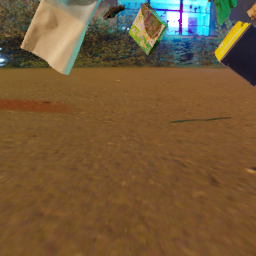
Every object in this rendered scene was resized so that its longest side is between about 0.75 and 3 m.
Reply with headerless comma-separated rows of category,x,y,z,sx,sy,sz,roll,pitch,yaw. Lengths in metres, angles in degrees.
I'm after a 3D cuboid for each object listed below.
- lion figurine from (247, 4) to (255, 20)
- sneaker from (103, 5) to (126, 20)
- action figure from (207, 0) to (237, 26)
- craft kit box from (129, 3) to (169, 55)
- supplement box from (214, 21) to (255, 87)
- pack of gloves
lion figurine,3.136,-2.174,6.210,0.691,1.168,1.906,-8,34,20
sneaker,-0.581,-4.945,12.033,1.004,0.524,0.301,8,-14,32
action figure,2.610,-3.972,8.236,0.470,1.016,1.719,21,-9,43
craft kit box,0.635,-3.132,8.910,0.278,1.147,1.133,-16,63,-38
supplement box,3.402,-2.217,8.135,1.182,1.189,2.172,35,25,-3
pack of gloves,-1.227,-1.817,3.234,1.881,2.239,0.442,29,42,-10
